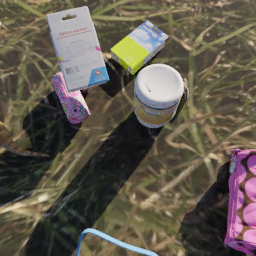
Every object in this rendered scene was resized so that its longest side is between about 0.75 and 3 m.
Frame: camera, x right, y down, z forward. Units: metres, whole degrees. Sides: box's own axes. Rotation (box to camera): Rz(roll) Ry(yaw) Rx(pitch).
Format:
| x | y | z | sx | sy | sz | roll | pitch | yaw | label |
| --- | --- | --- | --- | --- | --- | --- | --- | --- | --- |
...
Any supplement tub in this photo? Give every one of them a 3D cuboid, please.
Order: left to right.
| x | y | z | sx | sy | sz | roll | pitch | yaw | label |
| --- | --- | --- | --- | --- | --- | --- | --- | --- | --- |
| 0.914 | -0.939 | 9.084 | 1.464 | 2.023 | 1.464 | 0 | 68 | -1 | supplement tub |

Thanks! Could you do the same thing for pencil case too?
| x | y | z | sx | sy | sz | roll | pitch | yaw | label |
| --- | --- | --- | --- | --- | --- | --- | --- | --- | --- |
| -2.014 | -1.083 | 9.809 | 0.831 | 0.831 | 1.900 | -23 | 69 | -9 | pencil case |
| 3.548 | 2.128 | 8.287 | 1.394 | 1.350 | 2.975 | 24 | 64 | -27 | pencil case |

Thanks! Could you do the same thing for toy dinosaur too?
| x | y | z | sx | sy | sz | roll | pitch | yaw | label |
| --- | --- | --- | --- | --- | --- | --- | --- | --- | --- |
| -4.197 | 0.349 | 9.209 | 2.920 | 0.882 | 1.551 | 43 | 73 | 15 | toy dinosaur |

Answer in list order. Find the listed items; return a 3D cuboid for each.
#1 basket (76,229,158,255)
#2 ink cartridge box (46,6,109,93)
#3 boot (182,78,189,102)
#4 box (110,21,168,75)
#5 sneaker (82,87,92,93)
| x | y | z | sx | sy | sz | roll | pitch | yaw | label |
| --- | --- | --- | --- | --- | --- | --- | --- | --- | --- |
| -0.534 | 4.015 | 7.187 | 2.135 | 1.684 | 2.421 | 20 | 98 | 7 | basket |
| -1.598 | -2.447 | 8.924 | 1.357 | 0.800 | 2.358 | -16 | 96 | -9 | ink cartridge box |
| 1.801 | -1.369 | 10.148 | 0.750 | 0.364 | 0.996 | 0 | 65 | -1 | boot |
| 0.444 | -3.124 | 10.777 | 1.222 | 0.477 | 2.003 | 43 | 74 | 15 | box |
| -1.742 | -1.859 | 10.326 | 0.608 | 0.566 | 1.408 | -15 | 61 | 7 | sneaker |
